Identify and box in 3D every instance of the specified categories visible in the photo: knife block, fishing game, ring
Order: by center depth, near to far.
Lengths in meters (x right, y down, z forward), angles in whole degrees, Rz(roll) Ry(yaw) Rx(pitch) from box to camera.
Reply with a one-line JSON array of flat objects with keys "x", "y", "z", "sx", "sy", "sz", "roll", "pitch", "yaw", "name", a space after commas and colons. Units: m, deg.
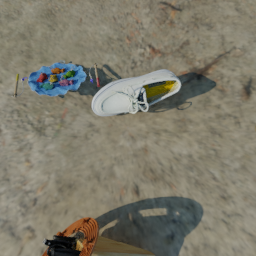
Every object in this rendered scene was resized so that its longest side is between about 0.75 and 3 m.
[{"x": -1.480, "y": 2.811, "z": 6.075, "sx": 0.207, "sy": 2.157, "sz": 2.157, "roll": 48, "pitch": 70, "yaw": -17, "name": "ring"}, {"x": -0.709, "y": 3.000, "z": 6.134, "sx": 2.350, "sy": 2.063, "sz": 0.752, "roll": 12, "pitch": 82, "yaw": 14, "name": "knife block"}, {"x": -2.263, "y": -1.681, "z": 8.938, "sx": 2.700, "sy": 0.420, "sz": 1.934, "roll": -7, "pitch": 42, "yaw": -5, "name": "fishing game"}]

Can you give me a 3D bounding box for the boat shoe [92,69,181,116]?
[{"x": 0.304, "y": -0.909, "z": 8.324, "sx": 2.784, "sy": 1.029, "sz": 1.187, "roll": -18, "pitch": 27, "yaw": -7, "name": "boat shoe"}]
